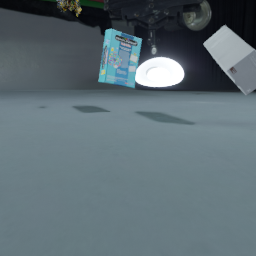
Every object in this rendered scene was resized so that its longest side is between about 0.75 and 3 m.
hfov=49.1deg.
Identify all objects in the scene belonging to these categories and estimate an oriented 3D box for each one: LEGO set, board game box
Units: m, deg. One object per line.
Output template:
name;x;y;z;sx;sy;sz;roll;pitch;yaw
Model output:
LEGO set;-1.842;-3.794;8.685;0.720;0.542;0.936;30;-11;-8
board game box;-0.291;-2.638;10.873;1.476;1.955;0.459;4;7;-39

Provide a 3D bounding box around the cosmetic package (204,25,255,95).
cosmetic package;2.977;-1.930;7.782;1.083;0.914;2.027;38;22;-30
